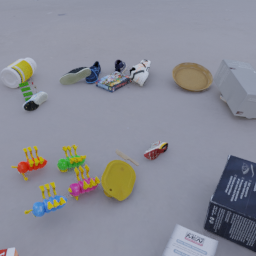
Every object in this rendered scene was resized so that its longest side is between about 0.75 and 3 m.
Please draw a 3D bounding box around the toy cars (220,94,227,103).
[{"bbox_3d":[4.580,-1.633,13.041,0.829,0.409,1.849,16,41,0],"label":"toy cars"}]

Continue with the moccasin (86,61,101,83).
[{"bbox_3d":[-1.881,-2.979,14.738,0.744,0.631,1.849,2,35,2],"label":"moccasin"}]

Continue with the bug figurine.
[{"bbox_3d":[-2.104,1.488,8.303,2.253,0.747,2.905,-12,32,-26],"label":"bug figurine"}]

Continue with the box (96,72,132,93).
[{"bbox_3d":[-0.707,-2.348,14.136,1.070,0.295,1.566,24,42,30],"label":"box"}]

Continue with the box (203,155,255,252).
[{"bbox_3d":[3.261,1.968,7.211,2.013,1.182,1.980,18,39,24],"label":"box"}]

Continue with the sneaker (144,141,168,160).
[{"bbox_3d":[0.910,0.757,9.676,0.454,0.430,1.106,24,32,37],"label":"sneaker"}]

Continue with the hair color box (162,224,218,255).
[{"bbox_3d":[1.125,3.194,5.958,1.029,0.630,2.079,17,39,22],"label":"hair color box"}]

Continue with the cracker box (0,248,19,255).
[{"bbox_3d":[-3.567,3.496,5.407,2.642,0.762,1.769,-6,36,-9],"label":"cracker box"}]

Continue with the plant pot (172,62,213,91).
[{"bbox_3d":[3.186,-2.522,13.999,2.058,0.283,2.058,2,51,-3],"label":"plant pot"}]

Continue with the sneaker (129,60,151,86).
[{"bbox_3d":[0.599,-3.048,14.452,0.915,0.843,2.287,24,33,-9],"label":"sneaker"}]

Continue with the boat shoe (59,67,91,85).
[{"bbox_3d":[-2.702,-2.708,14.178,1.641,0.613,0.544,-26,43,-1],"label":"boat shoe"}]

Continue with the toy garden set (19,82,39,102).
[{"bbox_3d":[-4.486,-1.692,12.920,0.785,0.188,0.941,-21,76,-26],"label":"toy garden set"}]

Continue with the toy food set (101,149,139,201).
[{"bbox_3d":[-0.306,1.535,8.503,0.984,0.546,1.672,28,40,-2],"label":"toy food set"}]

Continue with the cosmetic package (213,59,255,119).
[{"bbox_3d":[4.919,-1.710,12.018,1.482,1.251,2.775,5,39,-15],"label":"cosmetic package"}]

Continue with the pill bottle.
[{"bbox_3d":[-5.464,-2.880,14.227,1.054,1.054,1.894,9,36,12],"label":"pill bottle"}]

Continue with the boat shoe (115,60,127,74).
[{"bbox_3d":[-0.395,-3.490,15.387,0.582,0.723,1.560,4,36,6],"label":"boat shoe"}]

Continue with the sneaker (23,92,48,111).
[{"bbox_3d":[-4.122,-1.165,12.310,0.518,0.514,1.430,6,34,26],"label":"sneaker"}]
